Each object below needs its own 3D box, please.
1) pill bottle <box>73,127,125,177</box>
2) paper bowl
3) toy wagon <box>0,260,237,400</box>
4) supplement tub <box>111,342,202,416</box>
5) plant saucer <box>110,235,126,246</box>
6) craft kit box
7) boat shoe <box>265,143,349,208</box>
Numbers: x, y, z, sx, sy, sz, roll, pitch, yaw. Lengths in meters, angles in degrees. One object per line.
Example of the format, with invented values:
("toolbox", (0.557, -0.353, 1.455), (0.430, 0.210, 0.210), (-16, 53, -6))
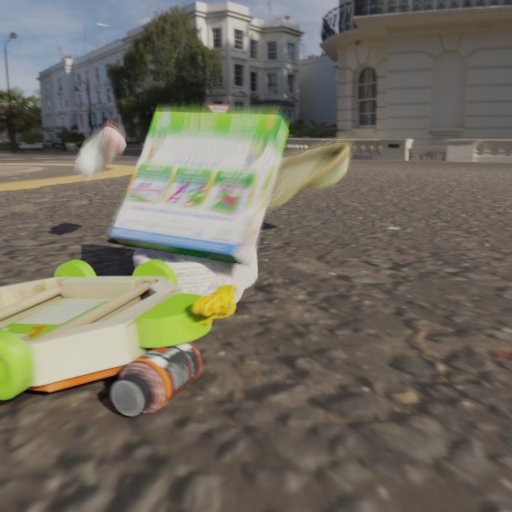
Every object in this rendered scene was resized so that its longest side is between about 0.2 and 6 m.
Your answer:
("pill bottle", (-3.025, -1.976, 10.769), (0.537, 0.537, 0.971), (14, 57, 47))
("paper bowl", (-0.807, 0.245, 7.764), (1.669, 0.868, 1.669), (-5, 17, 2))
("toy wagon", (-1.848, 0.677, 5.808), (3.485, 0.690, 2.704), (0, 14, 21))
("supplement tub", (-0.897, 1.096, 5.058), (0.488, 0.488, 0.913), (5, 13, 22))
("plant saucer", (-2.641, -0.396, 12.466), (1.163, 0.200, 1.163), (-1, 12, 0))
("craft kit box", (-0.736, -0.930, 7.184), (1.917, 1.893, 0.465), (9, -13, 27))
("boat shoe", (0.735, -1.713, 11.593), (2.492, 0.909, 0.784), (-16, -27, -8))
